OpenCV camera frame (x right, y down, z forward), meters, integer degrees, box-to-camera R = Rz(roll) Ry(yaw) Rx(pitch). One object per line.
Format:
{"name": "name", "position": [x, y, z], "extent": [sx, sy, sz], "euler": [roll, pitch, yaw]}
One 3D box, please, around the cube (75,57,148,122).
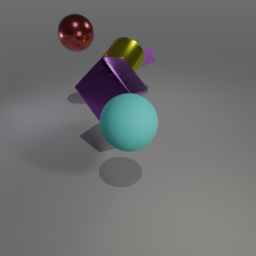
{"name": "cube", "position": [-0.493, -1.237, 8.770], "extent": [1.400, 1.400, 1.400], "euler": [54, 27, 5]}

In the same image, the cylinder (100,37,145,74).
{"name": "cylinder", "position": [-0.269, -2.422, 10.492], "extent": [1.400, 1.400, 1.400], "euler": [14, 54, 23]}

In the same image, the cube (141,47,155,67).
{"name": "cube", "position": [0.866, -3.477, 13.659], "extent": [0.700, 0.700, 0.700], "euler": [-18, 16, 17]}

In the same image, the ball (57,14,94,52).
{"name": "ball", "position": [-2.022, -3.687, 10.890], "extent": [1.400, 1.400, 1.400], "euler": [0, 30, 0]}

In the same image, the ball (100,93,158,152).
{"name": "ball", "position": [0.017, -0.129, 6.766], "extent": [1.400, 1.400, 1.400], "euler": [0, 30, 0]}
